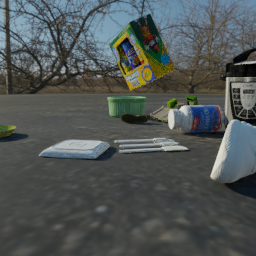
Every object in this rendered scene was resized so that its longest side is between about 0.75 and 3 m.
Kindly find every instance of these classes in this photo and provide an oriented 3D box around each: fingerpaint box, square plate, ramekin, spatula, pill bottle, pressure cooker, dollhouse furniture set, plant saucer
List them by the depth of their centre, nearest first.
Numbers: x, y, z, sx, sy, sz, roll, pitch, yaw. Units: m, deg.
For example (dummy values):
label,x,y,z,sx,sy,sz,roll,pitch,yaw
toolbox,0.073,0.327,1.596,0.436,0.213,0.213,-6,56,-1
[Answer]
label,x,y,z,sx,sy,sz,roll,pitch,yaw
square plate,-1.335,0.517,7.351,1.466,0.208,1.452,2,10,11
spatula,0.582,0.492,7.843,1.839,0.148,1.279,-3,15,-11
fingerpaint box,0.322,-2.114,8.293,0.728,1.655,1.984,-29,9,-18
pressure cooker,4.616,-1.241,9.504,2.635,2.996,2.676,0,10,-3
plant saucer,-4.704,0.141,9.538,1.684,0.262,1.684,0,10,0
pill bottle,2.414,-0.326,10.160,1.774,0.995,0.995,-3,9,-8
dollhouse furniture set,2.341,-0.666,13.673,2.503,0.966,1.251,-32,35,-27
ramekin,-0.063,-1.162,15.252,2.101,1.026,2.101,0,9,0

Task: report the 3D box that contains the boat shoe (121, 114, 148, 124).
label,x,y,z,sx,sy,sz,roll,pitch,yaw
boat shoe,0.295,-0.411,12.631,1.219,0.435,0.400,2,0,5

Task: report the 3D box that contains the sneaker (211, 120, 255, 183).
label,x,y,z,sx,sy,sz,roll,pitch,yaw
sneaker,2.531,0.476,5.475,1.270,1.080,2.871,24,21,26
